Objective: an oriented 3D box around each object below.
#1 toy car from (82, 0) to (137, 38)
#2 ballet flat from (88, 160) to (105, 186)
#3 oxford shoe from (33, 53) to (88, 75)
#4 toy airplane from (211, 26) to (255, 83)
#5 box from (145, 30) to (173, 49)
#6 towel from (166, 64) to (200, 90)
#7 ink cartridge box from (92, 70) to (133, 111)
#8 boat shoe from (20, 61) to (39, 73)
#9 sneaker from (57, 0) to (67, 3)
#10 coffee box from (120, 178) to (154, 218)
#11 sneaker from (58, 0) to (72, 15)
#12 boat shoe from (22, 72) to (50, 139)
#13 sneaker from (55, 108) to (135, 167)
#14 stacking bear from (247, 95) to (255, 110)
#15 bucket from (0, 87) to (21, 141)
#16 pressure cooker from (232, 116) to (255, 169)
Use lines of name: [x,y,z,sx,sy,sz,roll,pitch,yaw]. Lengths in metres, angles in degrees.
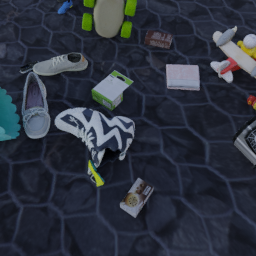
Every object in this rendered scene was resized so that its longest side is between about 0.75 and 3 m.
toy car: [-0.851,-5.950,13.591,2.285,2.195,2.782,9,46,-6]
ballet flat: [-1.183,1.577,9.683,0.344,0.343,1.027,-35,65,-3]
oxford shoe: [-2.987,-2.862,12.297,2.386,0.689,0.897,-8,61,-3]
toy airplane: [4.794,-3.113,11.792,2.544,1.795,2.533,13,59,7]
box: [1.456,-4.206,13.294,1.216,0.456,0.609,16,59,8]
towel: [2.383,-2.238,12.163,1.424,0.229,1.360,3,57,1]
ink cartridge box: [-0.609,-1.565,11.544,1.074,0.550,1.453,34,62,20]
boat shoe: [-4.385,-2.758,12.469,0.925,0.262,0.318,-38,65,-21]
sneaker: [-3.153,-7.273,15.169,1.497,0.593,0.564,-26,59,-17]
coffee box: [0.296,2.265,9.158,0.613,0.433,1.085,31,62,18]
sneaker: [-3.337,-6.392,14.706,0.356,0.423,1.079,29,63,15]
boat shoe: [-3.633,-0.892,10.893,1.039,0.904,2.820,-7,58,-4]
sneaker: [-1.310,0.433,9.872,2.941,1.174,1.914,13,50,-3]
stacking bear: [5.214,-0.930,11.183,0.544,0.581,0.956,-32,56,-24]
bucket: [-4.903,-0.390,10.011,1.304,2.004,2.004,-15,58,0]
pressure cooker: [4.755,0.547,9.578,1.609,1.584,1.801,-28,63,-18]
